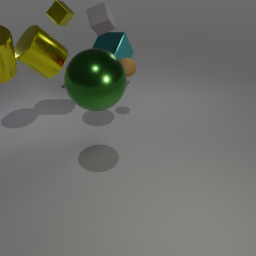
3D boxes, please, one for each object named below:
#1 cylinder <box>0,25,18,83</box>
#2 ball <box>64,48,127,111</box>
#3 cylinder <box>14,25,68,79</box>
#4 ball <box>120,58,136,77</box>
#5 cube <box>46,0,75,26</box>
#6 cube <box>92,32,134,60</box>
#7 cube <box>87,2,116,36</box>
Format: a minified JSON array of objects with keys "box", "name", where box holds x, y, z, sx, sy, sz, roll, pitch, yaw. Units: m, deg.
[{"box":[-4.377,-2.378,8.989,1.400,1.400,1.400,6,48,-6],"name":"cylinder"},{"box":[-0.727,-1.079,6.336,1.400,1.400,1.400,0,31,0],"name":"ball"},{"box":[-3.161,-2.739,10.187,1.400,1.400,1.400,33,5,-42],"name":"cylinder"},{"box":[-0.042,-2.236,10.349,0.700,0.700,0.700,0,31,0],"name":"ball"},{"box":[-2.726,-4.644,11.365,0.700,0.700,0.700,46,21,-4],"name":"cube"},{"box":[-0.741,-3.566,13.362,1.400,1.400,1.400,9,66,25],"name":"cube"},{"box":[-0.933,-3.797,9.785,0.700,0.700,0.700,-17,-13,15],"name":"cube"}]
